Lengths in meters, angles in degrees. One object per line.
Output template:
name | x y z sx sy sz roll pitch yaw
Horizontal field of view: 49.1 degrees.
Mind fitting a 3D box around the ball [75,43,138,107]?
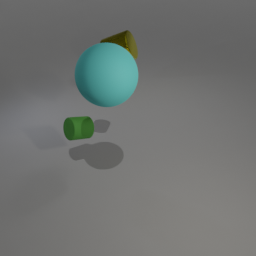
ball | -0.473 -1.163 6.212 1.400 1.400 1.400 0 33 0

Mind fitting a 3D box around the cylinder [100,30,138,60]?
cylinder | -0.423 -3.791 13.472 1.400 1.400 1.400 -13 28 23

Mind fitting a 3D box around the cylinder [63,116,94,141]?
cylinder | -1.511 0.002 8.589 0.700 0.700 0.700 -6 29 -41
